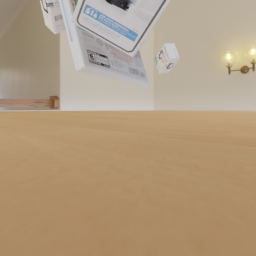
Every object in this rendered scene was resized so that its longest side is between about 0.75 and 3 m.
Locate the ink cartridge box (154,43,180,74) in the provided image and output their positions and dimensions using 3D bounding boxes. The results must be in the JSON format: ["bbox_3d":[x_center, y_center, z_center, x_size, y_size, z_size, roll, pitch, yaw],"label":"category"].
[{"bbox_3d":[1.487,-2.680,10.821,0.445,0.739,1.017,-9,-18,-26],"label":"ink cartridge box"}]

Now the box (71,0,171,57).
[{"bbox_3d":[0.520,-2.370,2.784,0.895,1.736,2.976,28,-38,-11],"label":"box"}]

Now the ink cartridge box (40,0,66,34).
[{"bbox_3d":[-1.868,-3.782,7.832,1.125,1.939,0.658,-29,59,-23],"label":"ink cartridge box"}]

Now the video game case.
[{"bbox_3d":[-0.561,-2.403,7.234,0.330,2.536,2.786,-23,-13,32],"label":"video game case"}]
